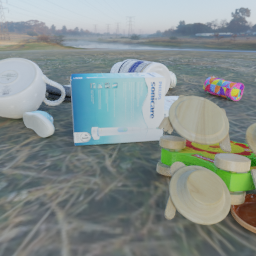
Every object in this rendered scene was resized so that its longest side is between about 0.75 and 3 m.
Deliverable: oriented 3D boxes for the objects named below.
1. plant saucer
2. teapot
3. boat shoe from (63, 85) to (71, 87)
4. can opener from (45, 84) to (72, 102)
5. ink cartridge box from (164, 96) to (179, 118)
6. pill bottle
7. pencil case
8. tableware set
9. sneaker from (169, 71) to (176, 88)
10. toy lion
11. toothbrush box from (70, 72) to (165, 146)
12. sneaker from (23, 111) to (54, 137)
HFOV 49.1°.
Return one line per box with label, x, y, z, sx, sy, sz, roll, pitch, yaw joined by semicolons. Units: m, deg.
plant saucer;2.161;1.382;4.421;1.029;0.166;1.029;0;20;0
teapot;-3.768;-1.153;9.605;2.322;1.696;2.291;28;59;22
boat shoe;-1.938;-1.956;12.907;2.757;0.901;1.014;-3;19;-8
can opener;-3.424;-1.444;12.144;2.690;0.717;0.899;14;58;32
ink cartridge box;1.008;-0.620;9.674;2.626;0.749;2.135;2;18;-19
pill bottle;0.420;-2.272;12.746;1.608;1.608;2.896;-12;23;-32
pencil case;4.274;-1.795;12.591;0.886;0.886;2.005;-7;21;-19
tableware set;1.832;0.555;4.549;2.847;0.330;2.378;14;50;0
sneaker;1.058;-2.615;14.691;2.836;1.100;1.294;14;27;39
toy lion;1.900;0.620;5.756;2.233;0.800;2.330;-3;12;-32
toothbrush box;-0.289;-0.562;7.578;2.409;1.764;1.028;-4;19;-9
sneaker;-2.491;-0.224;8.326;0.718;0.648;1.752;-18;27;-36
